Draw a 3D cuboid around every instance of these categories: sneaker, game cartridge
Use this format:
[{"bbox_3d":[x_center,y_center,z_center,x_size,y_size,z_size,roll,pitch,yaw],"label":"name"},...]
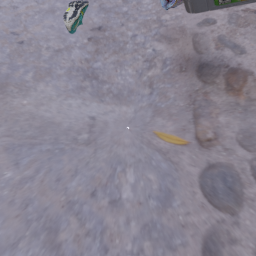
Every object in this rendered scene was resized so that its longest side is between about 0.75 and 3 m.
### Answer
[{"bbox_3d":[-1.236,-2.687,6.679,0.438,0.451,1.131,9,53,13],"label":"sneaker"},{"bbox_3d":[2.512,-3.460,6.073,2.877,1.919,0.582,-3,71,22],"label":"game cartridge"}]

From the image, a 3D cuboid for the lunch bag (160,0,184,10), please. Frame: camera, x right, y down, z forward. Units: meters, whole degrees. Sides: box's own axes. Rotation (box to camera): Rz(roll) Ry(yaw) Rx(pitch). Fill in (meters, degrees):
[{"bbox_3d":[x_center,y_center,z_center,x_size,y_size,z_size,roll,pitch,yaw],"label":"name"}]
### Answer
[{"bbox_3d":[1.440,-4.244,8.362,0.810,1.275,1.081,32,42,19],"label":"lunch bag"}]
